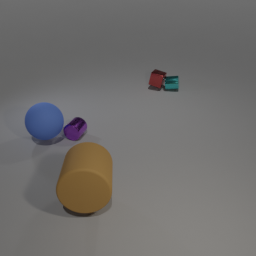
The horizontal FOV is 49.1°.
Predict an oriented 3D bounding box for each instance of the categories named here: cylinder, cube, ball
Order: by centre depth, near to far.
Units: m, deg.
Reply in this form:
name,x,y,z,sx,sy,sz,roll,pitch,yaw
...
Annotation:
name,x,y,z,sx,sy,sz,roll,pitch,yaw
cylinder,-1.123,1.306,7.582,1.400,1.400,1.400,-1,26,-2
ball,-3.107,-0.254,10.432,1.400,1.400,1.400,0,30,0
cylinder,-2.057,0.026,10.975,0.700,0.700,0.700,10,31,16
cylinder,2.361,-2.427,14.988,0.700,0.700,0.700,-1,29,16
cube,1.595,-2.661,15.058,0.700,0.700,0.700,21,33,13
